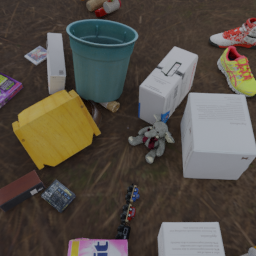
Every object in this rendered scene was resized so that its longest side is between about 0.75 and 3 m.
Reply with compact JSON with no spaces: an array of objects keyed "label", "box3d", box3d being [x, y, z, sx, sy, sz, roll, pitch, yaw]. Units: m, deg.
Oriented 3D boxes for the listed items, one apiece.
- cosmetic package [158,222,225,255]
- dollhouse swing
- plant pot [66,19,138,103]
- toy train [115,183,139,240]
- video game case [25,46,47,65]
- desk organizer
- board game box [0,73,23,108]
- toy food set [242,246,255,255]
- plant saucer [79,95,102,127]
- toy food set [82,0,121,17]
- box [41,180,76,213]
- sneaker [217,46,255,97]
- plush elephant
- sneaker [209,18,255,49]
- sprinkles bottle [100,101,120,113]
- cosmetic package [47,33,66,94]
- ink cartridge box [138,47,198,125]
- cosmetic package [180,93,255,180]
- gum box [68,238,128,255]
[{"label":"cosmetic package","box3d":[1.524,3.376,6.912,1.442,1.433,1.723,1,55,1]},{"label":"dollhouse swing","box3d":[-2.516,-0.076,9.741,2.271,1.997,2.064,-32,101,-11]},{"label":"plant pot","box3d":[-0.942,-2.294,9.893,2.346,2.298,2.346,5,38,-4]},{"label":"toy train","box3d":[0.020,2.477,8.211,0.410,0.305,1.790,13,57,4]},{"label":"video game case","box3d":[-3.896,-3.151,12.147,0.795,0.100,0.872,35,62,21]},{"label":"desk organizer","box3d":[-3.278,1.895,8.504,1.348,0.483,0.519,-30,58,-19]},{"label":"board game box","box3d":[-5.155,-1.246,10.762,1.178,0.317,1.963,25,60,21]},{"label":"toy food set","box3d":[2.921,4.068,6.434,1.199,1.272,2.664,-14,88,-9]},{"label":"plant saucer","box3d":[-2.026,-0.484,10.211,2.116,0.339,2.116,-1,56,1]},{"label":"toy food set","box3d":[-1.054,-6.248,13.327,1.335,1.417,2.968,-35,32,-21]},{"label":"box","box3d":[-2.118,2.069,8.535,0.840,0.214,0.663,31,61,20]},{"label":"sneaker","box3d":[4.359,-2.237,10.938,0.935,1.080,2.391,-20,60,-15]},{"label":"plush elephant","box3d":[0.896,0.248,9.218,1.455,1.126,1.198,-27,60,-17]},{"label":"sneaker","box3d":[4.787,-4.153,12.123,2.339,1.254,0.781,5,56,4]},{"label":"sprinkles bottle","box3d":[-0.909,-1.056,10.523,1.253,0.428,0.428,34,62,21]},{"label":"cosmetic package","box3d":[-2.889,-2.586,11.154,0.629,1.025,2.484,-3,55,-16]},{"label":"ink cartridge box","box3d":[1.421,-1.447,9.992,1.008,1.745,2.391,28,59,19]},{"label":"cosmetic package","box3d":[2.698,0.270,8.803,1.781,1.792,2.142,3,56,2]},{"label":"gum box","box3d":[-0.739,4.032,6.803,1.498,0.873,2.639,0,56,0]}]
